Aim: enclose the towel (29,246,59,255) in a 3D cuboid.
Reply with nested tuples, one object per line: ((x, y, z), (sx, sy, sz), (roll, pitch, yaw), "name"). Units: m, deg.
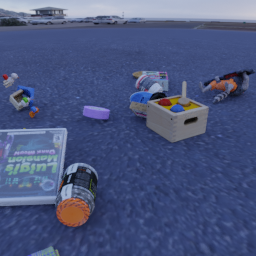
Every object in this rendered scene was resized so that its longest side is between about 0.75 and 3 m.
((-2.021, 2.878, 4.902), (1.867, 0.213, 1.341), (-12, 27, -24), "towel")

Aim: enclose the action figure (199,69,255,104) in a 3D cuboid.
((5.046, -2.095, 14.761), (2.850, 1.541, 2.946), (-10, -1, -34), "action figure")

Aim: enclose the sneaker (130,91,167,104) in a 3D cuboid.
((0.992, -1.236, 12.542), (2.239, 0.859, 1.246), (17, 1, 21), "sneaker")

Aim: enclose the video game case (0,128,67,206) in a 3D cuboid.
((-3.162, 0.996, 7.793), (2.707, 0.316, 2.461), (-1, 47, -4), "video game case")

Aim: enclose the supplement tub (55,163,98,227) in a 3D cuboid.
((-1.233, 1.595, 6.827), (0.912, 0.912, 1.488), (-1, 24, -1), "supplement tub")

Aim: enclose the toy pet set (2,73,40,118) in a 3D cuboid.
((-4.506, -1.475, 12.520), (1.072, 2.018, 1.885), (-41, 3, -30), "toy pet set")

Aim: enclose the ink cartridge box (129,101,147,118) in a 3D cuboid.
((0.644, -0.744, 11.978), (0.946, 0.779, 0.355), (15, 74, 30), "ink cartridge box")

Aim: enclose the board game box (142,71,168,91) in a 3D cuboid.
((1.572, -2.771, 16.442), (1.517, 0.661, 2.057), (1, 26, 4), "board game box")

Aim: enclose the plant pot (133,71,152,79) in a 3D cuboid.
((1.133, -3.434, 18.317), (1.674, 0.230, 1.674), (-1, 25, 0), "plant pot")

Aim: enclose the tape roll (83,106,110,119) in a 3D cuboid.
((-1.347, -0.661, 11.916), (1.093, 0.359, 1.093), (10, 11, -2), "tape roll")

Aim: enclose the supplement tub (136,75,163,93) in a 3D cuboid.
((1.058, -2.049, 14.130), (1.209, 0.848, 0.848), (41, 42, 22), "supplement tub")

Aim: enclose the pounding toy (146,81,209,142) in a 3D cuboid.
((2.001, -0.732, 11.039), (2.156, 1.533, 1.985), (-14, 29, -28), "pounding toy")
